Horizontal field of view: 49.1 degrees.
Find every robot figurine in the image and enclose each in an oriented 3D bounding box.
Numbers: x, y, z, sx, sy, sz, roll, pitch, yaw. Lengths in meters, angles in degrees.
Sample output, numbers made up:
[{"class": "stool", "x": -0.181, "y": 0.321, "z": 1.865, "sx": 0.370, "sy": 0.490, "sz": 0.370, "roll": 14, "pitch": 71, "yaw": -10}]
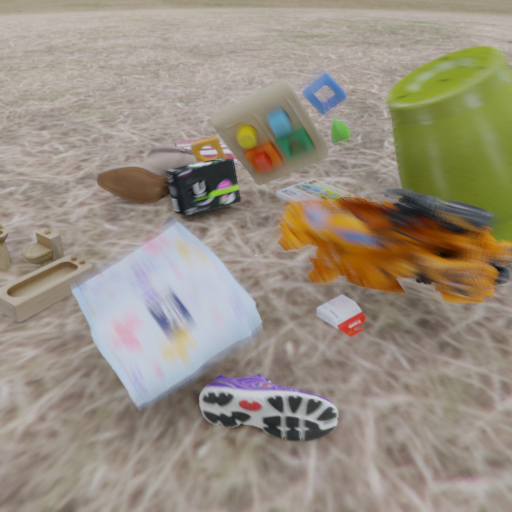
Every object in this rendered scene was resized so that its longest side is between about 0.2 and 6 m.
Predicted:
[{"class": "robot figurine", "x": 2.030, "y": -0.059, "z": 8.149, "sx": 3.182, "sy": 2.307, "sz": 0.926, "roll": 7, "pitch": 66, "yaw": 37}]

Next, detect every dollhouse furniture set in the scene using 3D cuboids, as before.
[{"class": "dollhouse furniture set", "x": -4.237, "y": -0.189, "z": 9.431, "sx": 2.056, "sy": 1.675, "sz": 1.955, "roll": 21, "pitch": 36, "yaw": 31}]

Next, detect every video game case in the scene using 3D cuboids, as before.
[{"class": "video game case", "x": 1.366, "y": -1.394, "z": 13.028, "sx": 1.247, "sy": 0.157, "sz": 1.370, "roll": -23, "pitch": 36, "yaw": -33}]

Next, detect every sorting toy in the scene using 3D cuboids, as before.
[{"class": "sorting toy", "x": 0.307, "y": -2.548, "z": 12.332, "sx": 3.744, "sy": 2.108, "sz": 0.510, "roll": -20, "pitch": 43, "yaw": 23}]

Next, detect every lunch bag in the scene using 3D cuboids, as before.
[{"class": "lunch bag", "x": -1.205, "y": 0.747, "z": 7.536, "sx": 1.909, "sy": 1.431, "sz": 2.251, "roll": -33, "pitch": 36, "yaw": -11}]

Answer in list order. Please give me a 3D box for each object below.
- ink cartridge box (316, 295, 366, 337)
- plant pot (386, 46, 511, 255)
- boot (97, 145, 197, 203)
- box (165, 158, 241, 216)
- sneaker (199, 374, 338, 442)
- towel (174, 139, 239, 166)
[{"class": "ink cartridge box", "x": 1.442, "y": 0.946, "z": 8.986, "sx": 0.615, "sy": 0.216, "sz": 0.756, "roll": -23, "pitch": 33, "yaw": -34}, {"class": "plant pot", "x": 3.774, "y": -1.963, "z": 10.007, "sx": 3.026, "sy": 2.913, "sz": 3.026, "roll": -24, "pitch": 27, "yaw": 13}, {"class": "boot", "x": -2.407, "y": -2.062, "z": 13.305, "sx": 2.502, "sy": 0.879, "sz": 1.829, "roll": 8, "pitch": 36, "yaw": -15}, {"class": "box", "x": -1.147, "y": -1.524, "z": 12.219, "sx": 1.324, "sy": 0.984, "sz": 0.823, "roll": -18, "pitch": 19, "yaw": -23}, {"class": "sneaker", "x": 0.175, "y": 1.781, "z": 7.077, "sx": 1.755, "sy": 0.708, "sz": 0.732, "roll": 8, "pitch": 26, "yaw": 15}, {"class": "towel", "x": -1.392, "y": -2.796, "z": 15.394, "sx": 1.381, "sy": 0.218, "sz": 1.918, "roll": -8, "pitch": 33, "yaw": -18}]
